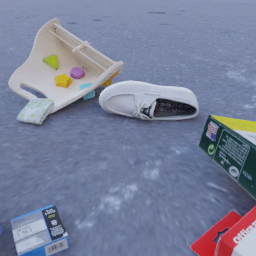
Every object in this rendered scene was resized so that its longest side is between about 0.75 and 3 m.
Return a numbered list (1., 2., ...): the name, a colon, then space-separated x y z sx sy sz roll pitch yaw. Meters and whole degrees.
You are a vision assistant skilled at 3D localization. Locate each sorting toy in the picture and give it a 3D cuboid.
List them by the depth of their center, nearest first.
1. sorting toy: -2.115 -1.613 8.702 2.947 1.574 2.653 37 61 19

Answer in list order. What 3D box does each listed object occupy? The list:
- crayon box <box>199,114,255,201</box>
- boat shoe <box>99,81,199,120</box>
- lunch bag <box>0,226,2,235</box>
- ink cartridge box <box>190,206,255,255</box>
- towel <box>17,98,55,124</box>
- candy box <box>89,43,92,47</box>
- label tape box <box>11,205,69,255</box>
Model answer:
1. crayon box: 3.049 0.572 4.997 2.971 0.755 1.886 7 20 -16
2. boat shoe: 0.581 -0.614 7.621 2.721 0.979 0.932 7 29 -7
3. lunch bag: -2.802 1.719 3.083 2.371 1.118 2.959 -4 40 -9
4. ink cartridge box: 2.024 1.754 3.687 1.226 0.709 2.110 -23 37 -34
5. towel: -2.531 -0.482 7.715 0.761 0.214 0.889 6 50 22
6. candy box: -2.456 -3.334 12.413 1.607 0.575 1.348 0 31 1
7. label tape box: -1.431 1.557 4.414 0.727 0.319 1.008 -15 34 -24
